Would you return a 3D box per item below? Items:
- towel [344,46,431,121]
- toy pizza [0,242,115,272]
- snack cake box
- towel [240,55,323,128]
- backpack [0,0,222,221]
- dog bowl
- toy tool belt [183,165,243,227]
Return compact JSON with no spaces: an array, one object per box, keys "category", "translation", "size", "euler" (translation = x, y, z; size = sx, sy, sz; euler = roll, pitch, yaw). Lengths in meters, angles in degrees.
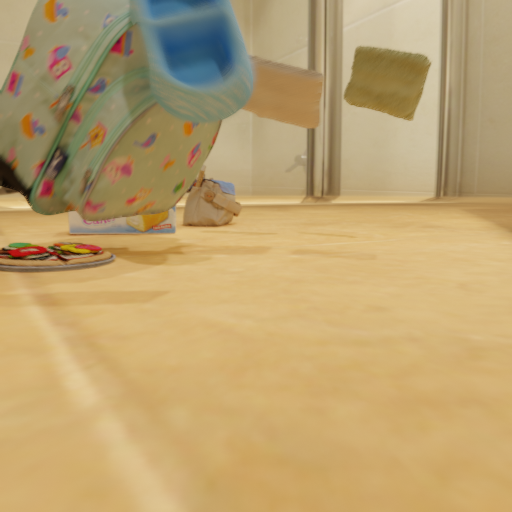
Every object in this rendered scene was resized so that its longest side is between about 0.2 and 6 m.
[{"category":"towel","translation":[2.560,-3.471,11.127],"size":[1.681,1.247,0.307],"euler":[27,26,34]},{"category":"toy pizza","translation":[-3.238,-0.036,8.866],"size":[1.966,0.312,1.966],"euler":[0,8,0]},{"category":"snack cake box","translation":[-3.342,-1.025,14.187],"size":[2.565,0.862,1.475],"euler":[-1,9,-11]},{"category":"towel","translation":[0.410,-3.439,11.706],"size":[1.982,1.313,0.342],"euler":[18,56,13]},{"category":"backpack","translation":[-2.315,-2.568,9.451],"size":[2.943,3.839,3.375],"euler":[34,21,20]},{"category":"dog bowl","translation":[-0.886,-2.995,7.366],"size":[1.384,2.482,0.615],"euler":[-16,-13,-6]},{"category":"toy tool belt","translation":[-1.273,-1.839,16.933],"size":[1.771,1.743,2.837],"euler":[1,8,9]}]
